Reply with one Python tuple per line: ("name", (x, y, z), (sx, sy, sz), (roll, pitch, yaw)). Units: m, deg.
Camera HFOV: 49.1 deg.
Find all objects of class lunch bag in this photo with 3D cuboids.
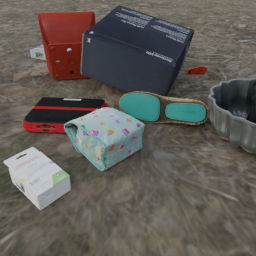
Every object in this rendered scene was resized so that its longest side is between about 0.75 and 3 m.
("lunch bag", (-0.586, 0.113, 6.554), (1.285, 0.920, 1.509), (-29, 47, -36))

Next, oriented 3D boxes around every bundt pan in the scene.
("bundt pan", (3.383, -0.254, 7.011), (2.799, 1.051, 2.799), (-1, 31, 0))

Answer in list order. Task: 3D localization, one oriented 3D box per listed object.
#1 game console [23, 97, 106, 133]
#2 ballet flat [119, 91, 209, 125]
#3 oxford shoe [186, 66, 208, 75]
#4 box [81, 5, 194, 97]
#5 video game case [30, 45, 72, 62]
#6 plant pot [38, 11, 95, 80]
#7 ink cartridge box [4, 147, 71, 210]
("game console", (-1.770, -0.408, 8.032), (2.058, 0.319, 1.820), (3, 28, 4))
("ballet flat", (0.993, -0.515, 7.876), (2.466, 0.869, 0.805), (12, 7, 14))
("oxford shoe", (2.710, -2.314, 11.068), (0.864, 0.308, 0.313), (-6, 27, -10))
("box", (0.346, -2.527, 9.299), (2.925, 1.523, 2.663), (23, 45, 10))
("video game case", (-3.171, -3.577, 12.956), (1.758, 0.441, 1.939), (16, 35, 25))
("plant pot", (-2.200, -2.963, 10.636), (2.141, 2.143, 1.888), (-5, 44, -8))
("ink cartridge box", (-1.816, 0.949, 5.565), (1.263, 0.425, 0.740), (30, 44, 33))
